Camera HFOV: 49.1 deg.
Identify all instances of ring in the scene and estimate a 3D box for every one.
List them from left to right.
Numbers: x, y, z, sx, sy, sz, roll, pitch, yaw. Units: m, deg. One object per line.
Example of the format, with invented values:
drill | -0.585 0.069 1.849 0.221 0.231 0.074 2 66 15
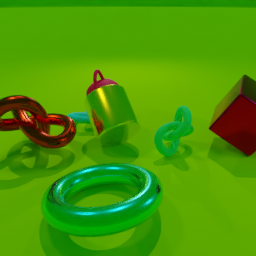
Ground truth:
ring | -1.216 -0.294 8.111 1.058 0.212 1.058 4 9 -1
ring | -0.430 1.128 4.806 2.063 0.413 2.063 -5 15 1

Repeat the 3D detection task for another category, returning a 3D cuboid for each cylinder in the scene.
cylinder | -0.394 -0.304 6.910 1.117 1.117 1.117 -12 64 -23

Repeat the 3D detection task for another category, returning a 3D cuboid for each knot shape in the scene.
knot shape | -2.282 -0.173 6.324 1.939 0.896 1.814 14 -9 31
knot shape | 1.158 0.094 6.727 0.569 1.231 1.152 37 7 19

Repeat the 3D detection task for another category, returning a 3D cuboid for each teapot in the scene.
teapot | -0.597 -0.928 8.181 1.102 1.773 0.868 2 47 30

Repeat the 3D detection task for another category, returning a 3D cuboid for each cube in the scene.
cube | 2.839 -0.313 6.682 1.185 1.185 1.185 34 40 2
